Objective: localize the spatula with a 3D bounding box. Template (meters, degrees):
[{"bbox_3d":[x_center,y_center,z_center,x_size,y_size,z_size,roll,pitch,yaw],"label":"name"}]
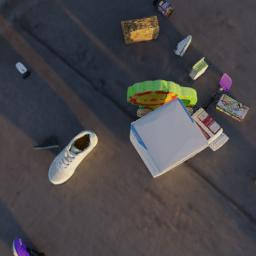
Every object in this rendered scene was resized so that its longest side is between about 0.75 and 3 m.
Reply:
[{"bbox_3d":[3.575,-1.345,11.355,0.551,0.200,1.951,41,84,-14],"label":"spatula"}]

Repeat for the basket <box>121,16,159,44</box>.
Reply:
[{"bbox_3d":[0.476,-4.266,11.523,1.449,1.034,1.079,-10,80,-2],"label":"basket"}]

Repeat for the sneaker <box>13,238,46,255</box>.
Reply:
[{"bbox_3d":[-3.416,4.622,10.025,0.869,0.607,1.746,-28,84,-11],"label":"sneaker"}]

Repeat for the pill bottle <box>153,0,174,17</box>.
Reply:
[{"bbox_3d":[1.503,-5.190,11.987,0.872,0.488,0.488,40,81,7],"label":"pill bottle"}]

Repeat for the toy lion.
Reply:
[{"bbox_3d":[1.255,-1.118,10.154,2.571,2.465,0.883,-2,77,-1],"label":"toy lion"}]

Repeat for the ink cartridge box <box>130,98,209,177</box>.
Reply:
[{"bbox_3d":[1.281,0.453,9.823,1.821,2.518,1.854,-30,80,-7],"label":"ink cartridge box"}]

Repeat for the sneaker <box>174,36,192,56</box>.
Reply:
[{"bbox_3d":[2.314,-3.499,11.728,0.405,0.384,1.006,30,79,15],"label":"sneaker"}]

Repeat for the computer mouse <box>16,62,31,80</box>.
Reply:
[{"bbox_3d":[-4.378,-2.418,11.594,0.438,0.175,0.799,-42,82,-6],"label":"computer mouse"}]

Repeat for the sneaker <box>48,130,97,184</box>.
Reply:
[{"bbox_3d":[-2.145,1.037,10.501,0.927,0.979,2.424,38,82,5],"label":"sneaker"}]

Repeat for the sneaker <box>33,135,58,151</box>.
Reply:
[{"bbox_3d":[-3.217,0.587,10.940,0.951,0.356,0.505,-7,74,-11],"label":"sneaker"}]

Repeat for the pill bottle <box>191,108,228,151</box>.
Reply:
[{"bbox_3d":[3.030,0.062,10.744,0.877,0.877,1.536,-41,82,-7],"label":"pill bottle"}]

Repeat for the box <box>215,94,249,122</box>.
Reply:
[{"bbox_3d":[4.179,-0.812,11.261,1.143,0.198,0.629,30,80,5],"label":"box"}]

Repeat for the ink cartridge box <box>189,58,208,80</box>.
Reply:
[{"bbox_3d":[2.823,-2.343,11.127,0.548,1.056,0.313,-38,81,-7],"label":"ink cartridge box"}]
